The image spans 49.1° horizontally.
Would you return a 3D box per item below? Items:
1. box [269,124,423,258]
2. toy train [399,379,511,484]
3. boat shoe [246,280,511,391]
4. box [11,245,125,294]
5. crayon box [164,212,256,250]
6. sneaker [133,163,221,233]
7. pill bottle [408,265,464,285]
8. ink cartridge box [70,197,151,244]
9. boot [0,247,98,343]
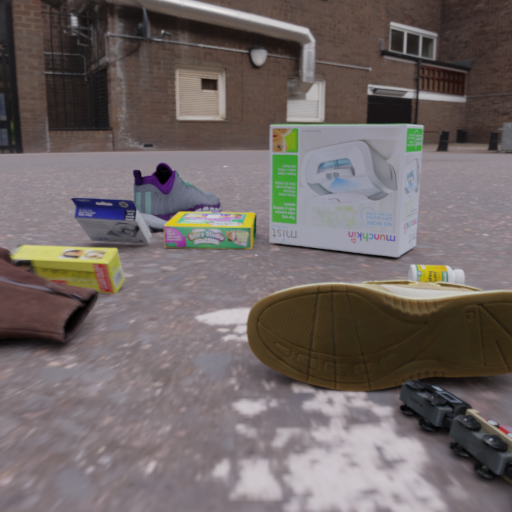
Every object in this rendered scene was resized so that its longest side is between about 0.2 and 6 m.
[{"bbox_3d":[1.679,-1.325,10.740,2.661,2.348,1.286,8,14,29],"label":"box"},{"bbox_3d":[1.679,1.353,3.924,0.436,0.325,1.903,8,9,-21],"label":"toy train"},{"bbox_3d":[1.280,0.730,5.415,2.719,1.006,0.903,2,0,3],"label":"boat shoe"},{"bbox_3d":[-2.735,0.191,8.080,1.565,0.589,0.392,3,36,9],"label":"box"},{"bbox_3d":[-0.880,-0.529,11.384,1.697,0.495,1.464,1,16,4],"label":"crayon box"},{"bbox_3d":[-1.807,-1.551,13.589,1.255,1.476,3.372,5,15,21],"label":"sneaker"},{"bbox_3d":[2.551,0.337,7.959,0.718,0.405,0.405,2,13,5],"label":"pill bottle"},{"bbox_3d":[-2.757,-0.646,10.638,1.253,0.255,1.255,3,-28,9],"label":"ink cartridge box"},{"bbox_3d":[-2.847,0.472,6.802,1.863,0.810,2.240,4,18,-1],"label":"boot"}]
